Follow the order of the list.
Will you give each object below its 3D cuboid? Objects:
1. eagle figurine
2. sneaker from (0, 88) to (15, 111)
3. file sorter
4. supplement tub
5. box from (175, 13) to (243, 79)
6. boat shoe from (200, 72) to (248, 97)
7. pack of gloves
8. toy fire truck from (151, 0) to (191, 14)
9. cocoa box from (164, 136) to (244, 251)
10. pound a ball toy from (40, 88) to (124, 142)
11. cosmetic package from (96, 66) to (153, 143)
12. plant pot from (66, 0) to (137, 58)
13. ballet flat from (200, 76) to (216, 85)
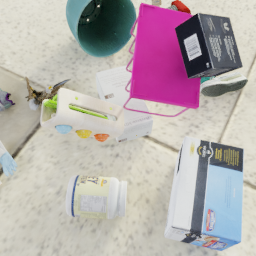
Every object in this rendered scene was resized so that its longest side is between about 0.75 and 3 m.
[{"bbox_3d":[-2.952,-1.292,10.719,1.706,1.287,1.294,-2,100,-35],"label":"eagle figurine"},{"bbox_3d":[-5.000,-1.339,10.967,0.659,0.560,1.505,-28,74,-26],"label":"sneaker"},{"bbox_3d":[1.018,-1.995,9.071,2.058,1.858,2.962,9,77,-11],"label":"file sorter"},{"bbox_3d":[-0.914,2.099,8.506,1.719,1.246,1.246,3,60,1],"label":"supplement tub"},{"bbox_3d":[2.276,-2.251,7.845,1.535,0.901,1.509,-12,87,-38],"label":"box"},{"bbox_3d":[3.708,-1.771,11.058,2.066,0.762,0.663,-15,55,-13],"label":"boat shoe"},{"bbox_3d":[-4.495,1.338,9.585,1.246,0.293,1.483,-42,64,-9],"label":"pack of gloves"},{"bbox_3d":[1.645,-5.042,11.990,2.046,2.325,1.496,-28,65,-15],"label":"toy fire truck"},{"bbox_3d":[2.233,1.942,8.253,1.778,1.807,2.710,11,61,6],"label":"cocoa box"},{"bbox_3d":[-1.400,-0.112,8.848,2.716,1.771,1.154,16,65,-40],"label":"pound a ball toy"},{"bbox_3d":[-0.188,-0.924,10.392,1.373,1.000,2.700,-18,60,-12],"label":"cosmetic package"},{"bbox_3d":[-1.349,-4.685,11.723,2.714,2.714,2.178,-28,53,-15],"label":"plant pot"},{"bbox_3d":[2.795,-1.981,11.287,1.548,0.521,0.493,-14,56,-7],"label":"ballet flat"}]
